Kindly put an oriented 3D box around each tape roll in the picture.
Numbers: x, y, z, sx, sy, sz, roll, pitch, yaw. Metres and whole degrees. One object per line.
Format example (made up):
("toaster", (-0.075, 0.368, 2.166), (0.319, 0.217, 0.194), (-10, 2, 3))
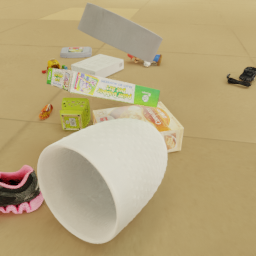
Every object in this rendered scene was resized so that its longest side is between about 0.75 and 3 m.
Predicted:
("tape roll", (-0.213, -2.675, 7.970), (2.330, 0.770, 2.330), (23, 16, -7))

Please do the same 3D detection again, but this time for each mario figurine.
("mario figurine", (0.734, -3.186, 12.937), (1.590, 0.843, 0.981), (15, -2, 5))

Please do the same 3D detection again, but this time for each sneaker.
("sneaker", (-2.705, 1.218, 5.272), (2.132, 1.017, 0.842), (-12, 39, -26))
("sneaker", (-2.625, -0.483, 8.848), (0.295, 0.279, 0.764), (-17, 26, 22))

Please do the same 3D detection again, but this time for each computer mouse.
("computer mouse", (4.539, -2.040, 11.216), (1.048, 0.343, 1.492), (19, 46, 26))

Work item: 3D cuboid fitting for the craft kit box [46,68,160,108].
("craft kit box", (-0.602, -0.881, 6.012), (1.888, 0.458, 1.865), (7, 11, -31))

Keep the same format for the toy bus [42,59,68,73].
("toy bus", (-3.213, -2.712, 12.064), (1.008, 0.521, 0.951), (11, 34, 17))

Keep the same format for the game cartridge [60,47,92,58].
("game cartridge", (-2.592, -3.785, 14.007), (1.535, 0.314, 1.021), (-3, 36, -5))

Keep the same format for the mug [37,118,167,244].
("mug", (-0.497, 0.801, 5.565), (2.495, 1.842, 2.188), (-15, 10, 40))

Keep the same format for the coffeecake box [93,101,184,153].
("coffeecake box", (0.200, 0.049, 7.476), (2.028, 0.741, 1.556), (-9, 33, -14))

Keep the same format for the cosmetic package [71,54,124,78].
("cosmetic package", (-1.275, -2.610, 11.942), (1.386, 0.475, 1.838), (24, 40, 30))

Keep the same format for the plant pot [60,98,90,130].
("plant pot", (-1.549, -0.370, 8.144), (0.788, 0.791, 0.718), (2, 38, 3))
